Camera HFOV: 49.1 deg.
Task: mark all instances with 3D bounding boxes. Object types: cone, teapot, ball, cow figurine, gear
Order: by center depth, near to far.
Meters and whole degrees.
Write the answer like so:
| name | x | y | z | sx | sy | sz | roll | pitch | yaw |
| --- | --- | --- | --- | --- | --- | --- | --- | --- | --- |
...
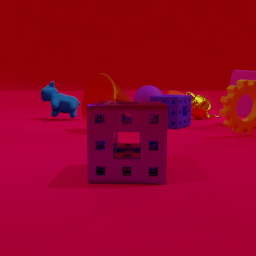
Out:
| name | x | y | z | sx | sy | sz | roll | pitch | yaw |
| --- | --- | --- | --- | --- | --- | --- | --- | --- | --- |
| gear | 2.786 | -0.502 | 6.670 | 1.263 | 1.263 | 0.234 | -3 | 11 | -18 |
| cone | -0.243 | -0.627 | 7.857 | 1.532 | 1.526 | 1.526 | 5 | 3 | -41 |
| cow figurine | -2.481 | -1.049 | 10.291 | 1.450 | 0.796 | 1.427 | 5 | 46 | -9 |
| teapot | 2.673 | -0.785 | 10.325 | 0.918 | 1.476 | 0.723 | -44 | -3 | -40 |
| ball | 0.786 | -1.036 | 10.680 | 1.159 | 1.159 | 1.159 | 0 | 8 | 0 |

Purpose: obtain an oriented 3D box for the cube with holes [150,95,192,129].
| name | x | y | z | sx | sy | sz | roll | pitch | yaw |
| --- | --- | --- | --- | --- | --- | --- | --- | --- | --- |
| cube with holes | 1.291 | -0.512 | 8.398 | 0.905 | 0.905 | 0.905 | 6 | 12 | 36 |

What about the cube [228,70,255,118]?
| name | x | y | z | sx | sy | sz | roll | pitch | yaw |
| --- | --- | --- | --- | --- | --- | --- | --- | --- | --- |
| cube | 4.116 | -0.975 | 8.797 | 1.393 | 1.393 | 1.393 | 4 | 9 | -39 |

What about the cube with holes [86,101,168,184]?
| name | x | y | z | sx | sy | sz | roll | pitch | yaw |
| --- | --- | --- | --- | --- | --- | --- | --- | --- | --- |
| cube with holes | 0.000 | 0.140 | 3.817 | 0.960 | 0.960 | 0.960 | 0 | 8 | 2 |

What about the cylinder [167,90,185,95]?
| name | x | y | z | sx | sy | sz | roll | pitch | yaw |
| --- | --- | --- | --- | --- | --- | --- | --- | --- | --- |
| cylinder | 1.548 | -0.781 | 9.273 | 0.708 | 0.708 | 0.708 | 12 | 29 | -7 |
